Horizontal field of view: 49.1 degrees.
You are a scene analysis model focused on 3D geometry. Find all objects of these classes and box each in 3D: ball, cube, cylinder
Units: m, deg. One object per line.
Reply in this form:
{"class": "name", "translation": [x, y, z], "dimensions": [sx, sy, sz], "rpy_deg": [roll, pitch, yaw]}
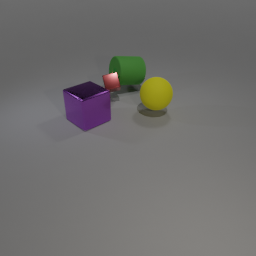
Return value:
{"class": "ball", "translation": [1.197, -1.452, 11.876], "dimensions": [1.400, 1.400, 1.400], "rpy_deg": [0, 32, 0]}
{"class": "cube", "translation": [-0.761, -2.079, 12.929], "dimensions": [0.700, 0.700, 0.700], "rpy_deg": [-13, -4, -4]}
{"class": "cylinder", "translation": [-0.043, -2.852, 13.940], "dimensions": [1.400, 1.400, 1.400], "rpy_deg": [-7, 31, -28]}
{"class": "cube", "translation": [-1.676, -0.946, 11.620], "dimensions": [1.400, 1.400, 1.400], "rpy_deg": [-26, 40, -35]}
